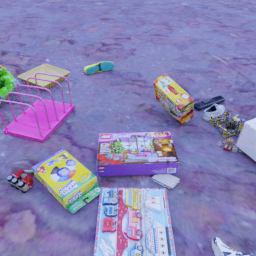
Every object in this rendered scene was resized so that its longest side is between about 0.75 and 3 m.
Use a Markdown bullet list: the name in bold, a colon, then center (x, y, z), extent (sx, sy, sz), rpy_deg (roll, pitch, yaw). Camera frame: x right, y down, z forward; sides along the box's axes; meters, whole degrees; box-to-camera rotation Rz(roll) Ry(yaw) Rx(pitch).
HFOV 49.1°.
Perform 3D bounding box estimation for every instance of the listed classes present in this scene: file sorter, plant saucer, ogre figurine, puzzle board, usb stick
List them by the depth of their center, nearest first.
- **puzzle board**: center (0.168, 2.652, 7.586), extent (2.040, 0.236, 2.707), rpy_deg (0, 37, 0)
- **file sorter**: center (-3.623, -0.967, 11.264), extent (1.791, 1.616, 2.577), rpy_deg (11, 38, 15)
- **usb stick**: center (3.664, -1.131, 12.616), extent (1.596, 0.260, 0.443), rpy_deg (-18, 41, -23)
- **ogre figurine**: center (-6.138, -2.066, 13.093), extent (1.673, 1.369, 2.791), rpy_deg (-38, 33, -17)
- **plant saucer**: center (-4.267, -2.571, 14.379), extent (1.923, 0.466, 1.922), rpy_deg (22, 43, 26)

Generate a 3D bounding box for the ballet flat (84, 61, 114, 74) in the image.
- **ballet flat**: center (-1.609, -3.361, 15.384), extent (1.719, 0.574, 0.576), rpy_deg (-18, 34, -20)

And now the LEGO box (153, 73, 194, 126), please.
- **LEGO box**: center (1.854, -1.149, 11.352), extent (0.676, 1.305, 1.752), rpy_deg (-35, 58, -8)

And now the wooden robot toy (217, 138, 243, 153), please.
- **wooden robot toy**: center (3.734, 0.582, 10.172), extent (0.979, 0.444, 0.431), rpy_deg (21, 41, 26)

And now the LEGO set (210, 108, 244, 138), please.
- **LEGO set**: center (3.910, -0.289, 11.061), extent (1.023, 0.771, 1.330), rpy_deg (-6, 37, -9)

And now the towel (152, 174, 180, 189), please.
- **towel**: center (1.213, 1.650, 8.977), extent (0.784, 0.135, 0.519), rpy_deg (23, 39, 34)

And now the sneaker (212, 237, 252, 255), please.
- **sneaker**: center (2.613, 3.105, 6.797), extent (0.732, 0.449, 1.125), rpy_deg (-13, 39, -18)

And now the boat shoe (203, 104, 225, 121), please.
- **boat shoe**: center (3.697, -0.755, 11.929), extent (1.345, 0.479, 0.469), rpy_deg (-28, 45, -32)

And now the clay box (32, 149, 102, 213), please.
- **clay box**: center (-1.893, 1.582, 8.717), extent (1.224, 0.507, 2.130), rpy_deg (-33, 45, -31)

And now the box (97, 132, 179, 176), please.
- **box**: center (0.283, 0.840, 9.667), extent (2.647, 0.517, 1.811), rpy_deg (-2, 32, -2)

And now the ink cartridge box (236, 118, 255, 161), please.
- **ink cartridge box**: center (5.494, 0.391, 9.715), extent (2.727, 1.137, 1.979), rpy_deg (-17, 43, -26)

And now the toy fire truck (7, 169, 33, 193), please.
- **toy fire truck**: center (-3.247, 1.571, 8.884), extent (0.743, 0.543, 0.844), rpy_deg (19, 51, 24)
